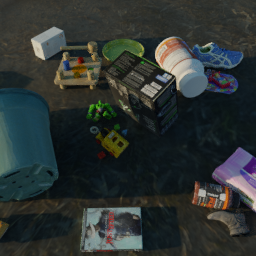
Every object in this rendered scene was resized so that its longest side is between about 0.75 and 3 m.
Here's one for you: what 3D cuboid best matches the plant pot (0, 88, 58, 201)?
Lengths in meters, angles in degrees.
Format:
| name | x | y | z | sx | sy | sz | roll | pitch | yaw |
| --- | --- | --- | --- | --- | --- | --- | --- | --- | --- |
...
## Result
| name | x | y | z | sx | sy | sz | roll | pitch | yaw |
| --- | --- | --- | --- | --- | --- | --- | --- | --- | --- |
| plant pot | -3.488 | 0.630 | 8.713 | 2.699 | 2.699 | 2.643 | -17 | 58 | -15 |

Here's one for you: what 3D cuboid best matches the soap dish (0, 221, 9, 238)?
| name | x | y | z | sx | sy | sz | roll | pitch | yaw |
| --- | --- | --- | --- | --- | --- | --- | --- | --- | --- |
| soap dish | -3.938 | 2.895 | 8.064 | 0.778 | 0.316 | 0.612 | 16 | 50 | 15 |

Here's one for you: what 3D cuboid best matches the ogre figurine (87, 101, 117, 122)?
| name | x | y | z | sx | sy | sz | roll | pitch | yaw |
| --- | --- | --- | --- | --- | --- | --- | --- | --- | --- |
| ogre figurine | -1.058 | -0.675 | 11.072 | 1.143 | 0.561 | 0.685 | -15 | 57 | 6 |

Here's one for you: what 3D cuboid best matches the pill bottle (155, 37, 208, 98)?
| name | x | y | z | sx | sy | sz | roll | pitch | yaw |
| --- | --- | --- | --- | --- | --- | --- | --- | --- | --- |
| pill bottle | 2.334 | -2.632 | 12.184 | 1.522 | 1.522 | 2.714 | -13 | 51 | -11 |

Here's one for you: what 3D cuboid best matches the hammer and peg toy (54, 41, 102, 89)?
| name | x | y | z | sx | sy | sz | roll | pitch | yaw |
| --- | --- | --- | --- | --- | --- | --- | --- | --- | --- |
| hammer and peg toy | -2.209 | -2.858 | 12.790 | 1.943 | 0.931 | 2.642 | 1 | 48 | 3 |

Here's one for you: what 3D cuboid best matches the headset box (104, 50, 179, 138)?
| name | x | y | z | sx | sy | sz | roll | pitch | yaw |
| --- | --- | --- | --- | --- | --- | --- | --- | --- | --- |
| headset box | 0.588 | -1.135 | 10.206 | 2.287 | 2.627 | 1.218 | 35 | 73 | 28 |

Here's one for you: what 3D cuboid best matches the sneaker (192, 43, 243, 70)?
| name | x | y | z | sx | sy | sz | roll | pitch | yaw |
| --- | --- | --- | --- | --- | --- | --- | --- | --- | --- |
| sneaker | 4.195 | -3.412 | 13.218 | 2.621 | 1.009 | 0.992 | -4 | 47 | -5 |

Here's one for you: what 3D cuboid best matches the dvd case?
| name | x | y | z | sx | sy | sz | roll | pitch | yaw |
| --- | --- | --- | --- | --- | --- | --- | --- | --- | --- |
| dvd case | -0.460 | 2.924 | 8.126 | 1.720 | 0.189 | 1.256 | -1 | 48 | 0 |

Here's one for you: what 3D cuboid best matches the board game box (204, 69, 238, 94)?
| name | x | y | z | sx | sy | sz | roll | pitch | yaw |
| --- | --- | --- | --- | --- | --- | --- | --- | --- | --- |
| board game box | 4.091 | -2.177 | 12.567 | 1.730 | 0.337 | 1.367 | 11 | 49 | 10 |

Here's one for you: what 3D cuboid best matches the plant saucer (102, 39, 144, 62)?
| name | x | y | z | sx | sy | sz | roll | pitch | yaw |
| --- | --- | --- | --- | --- | --- | --- | --- | --- | --- |
| plant saucer | -0.231 | -3.761 | 13.988 | 2.078 | 0.323 | 2.078 | 0 | 48 | -1 |

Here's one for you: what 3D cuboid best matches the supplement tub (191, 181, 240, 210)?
| name | x | y | z | sx | sy | sz | roll | pitch | yaw |
| --- | --- | --- | --- | --- | --- | --- | --- | --- | --- |
| supplement tub | 2.658 | 2.079 | 8.524 | 1.349 | 0.721 | 0.721 | 9 | 49 | 9 |

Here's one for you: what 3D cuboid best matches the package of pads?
| name | x | y | z | sx | sy | sz | roll | pitch | yaw |
| --- | --- | --- | --- | --- | --- | --- | --- | --- | --- |
| package of pads | 3.934 | 1.708 | 8.757 | 1.328 | 0.834 | 2.204 | -36 | 57 | -22 |

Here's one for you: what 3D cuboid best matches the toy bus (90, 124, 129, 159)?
| name | x | y | z | sx | sy | sz | roll | pitch | yaw |
| --- | --- | --- | --- | --- | --- | --- | --- | --- | --- |
| toy bus | -0.601 | 0.394 | 9.820 | 1.328 | 0.686 | 1.253 | -2 | 69 | -13 |

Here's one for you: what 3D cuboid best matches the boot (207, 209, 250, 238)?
| name | x | y | z | sx | sy | sz | roll | pitch | yaw |
| --- | --- | --- | --- | --- | --- | --- | --- | --- | --- |
| boot | 2.923 | 2.778 | 8.144 | 1.139 | 0.398 | 0.750 | -4 | 54 | 2 |

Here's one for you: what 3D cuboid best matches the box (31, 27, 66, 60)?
| name | x | y | z | sx | sy | sz | roll | pitch | yaw |
| --- | --- | --- | --- | --- | --- | --- | --- | --- | --- |
| box | -3.916 | -4.234 | 13.990 | 0.732 | 0.934 | 1.502 | 30 | 55 | 24 |
